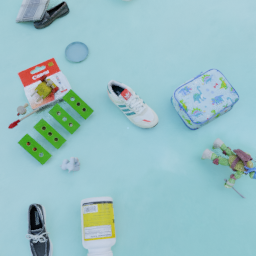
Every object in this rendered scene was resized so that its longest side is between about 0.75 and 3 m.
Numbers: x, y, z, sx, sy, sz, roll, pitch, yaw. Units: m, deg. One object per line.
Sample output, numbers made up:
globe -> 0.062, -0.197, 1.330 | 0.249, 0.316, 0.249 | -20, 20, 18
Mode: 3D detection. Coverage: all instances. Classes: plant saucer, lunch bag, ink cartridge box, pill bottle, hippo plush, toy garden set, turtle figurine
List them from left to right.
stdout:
ink cartridge box -> -3.539, -1.933, 11.862 | 1.800, 0.556, 2.219 | -27, 75, -9
toy garden set -> -3.222, -0.433, 11.088 | 2.426, 0.581, 2.911 | 44, 78, -7
hippo plush -> -2.235, 1.477, 10.738 | 0.603, 0.598, 0.750 | -7, 58, 27
plant saucer -> -2.298, -3.399, 12.586 | 1.078, 0.148, 1.078 | 0, 70, -1
pill bottle -> -1.016, 3.475, 9.619 | 1.148, 1.148, 2.062 | -5, 70, -2
lunch bag -> 3.064, -1.206, 11.361 | 2.378, 0.980, 1.912 | -31, 75, -10
turtle figurine -> 3.923, 1.466, 10.526 | 2.054, 2.118, 1.524 | 37, 100, 33

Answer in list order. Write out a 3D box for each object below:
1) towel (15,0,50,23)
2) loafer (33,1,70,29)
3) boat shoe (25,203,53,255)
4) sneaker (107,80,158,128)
towel -> -4.416, -5.630, 13.064 | 1.533, 0.275, 1.592 | 5, 68, 24
loafer -> -3.617, -5.312, 13.024 | 1.873, 0.589, 0.673 | -35, 74, -11
boat shoe -> -3.120, 3.698, 9.756 | 0.791, 0.732, 2.142 | -8, 71, -3
sneaker -> 0.103, -0.964, 11.094 | 2.577, 1.205, 0.907 | 43, 85, 15
